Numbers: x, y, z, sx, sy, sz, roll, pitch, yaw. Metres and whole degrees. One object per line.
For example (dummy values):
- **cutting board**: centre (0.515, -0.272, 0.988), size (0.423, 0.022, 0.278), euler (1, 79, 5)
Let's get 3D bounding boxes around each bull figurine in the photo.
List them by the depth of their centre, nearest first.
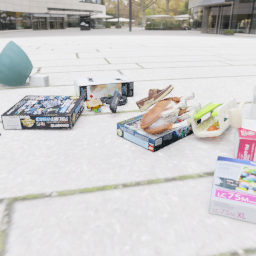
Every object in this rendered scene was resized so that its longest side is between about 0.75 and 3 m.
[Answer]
- **bull figurine**: centre (1.459, -0.623, 9.773), size (1.773, 0.951, 2.920), euler (-15, 19, 32)

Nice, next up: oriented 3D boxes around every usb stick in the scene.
- **usb stick**: centre (-0.567, -1.181, 12.495), size (0.241, 0.409, 1.475), euler (-25, 29, 26)

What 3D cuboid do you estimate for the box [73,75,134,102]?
- **box**: centre (-1.322, -2.178, 15.036), size (2.940, 0.884, 1.715), euler (-8, 24, -18)

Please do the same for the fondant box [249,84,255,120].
- **fondant box**: centre (6.019, -1.251, 12.010), size (0.635, 1.574, 2.181), euler (19, 30, 41)

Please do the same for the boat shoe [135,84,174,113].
- **boat shoe**: centre (0.898, -1.142, 9.822), size (1.531, 0.551, 0.552), euler (-34, 1, 33)

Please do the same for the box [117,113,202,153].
- **box**: centre (1.198, -0.052, 10.557), size (2.746, 0.518, 1.876), euler (-20, 30, -39)

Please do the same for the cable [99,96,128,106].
- **cable**: centre (-0.717, -1.363, 13.931), size (1.435, 0.365, 1.171), euler (-7, 18, -16)

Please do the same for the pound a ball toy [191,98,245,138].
- **pound a ball toy**: centre (3.468, -0.325, 10.089), size (1.744, 1.136, 2.675), euler (-6, 13, 35)

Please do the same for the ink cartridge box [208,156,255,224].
- **ink cartridge box**: centre (2.991, 1.413, 7.229), size (1.518, 0.534, 2.544), euler (9, 23, 19)

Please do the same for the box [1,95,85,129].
- **box**: centre (-3.460, -0.746, 11.978), size (2.767, 0.693, 2.788), euler (1, 23, 1)

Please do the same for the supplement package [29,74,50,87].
- **supplement package**: centre (-5.397, -2.893, 17.039), size (1.059, 0.619, 0.621), euler (7, 24, 16)

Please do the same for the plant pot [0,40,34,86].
- **plant pot**: centre (-6.803, -3.598, 16.834), size (1.796, 2.666, 2.666), euler (30, 16, -19)

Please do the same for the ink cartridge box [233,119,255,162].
- **ink cartridge box**: centre (4.560, 0.481, 8.768), size (2.251, 0.939, 1.635), euler (6, 24, 16)

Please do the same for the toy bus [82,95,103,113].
- **toy bus**: centre (-1.638, -1.042, 12.937), size (0.882, 0.456, 0.832), euler (24, 52, -9)
